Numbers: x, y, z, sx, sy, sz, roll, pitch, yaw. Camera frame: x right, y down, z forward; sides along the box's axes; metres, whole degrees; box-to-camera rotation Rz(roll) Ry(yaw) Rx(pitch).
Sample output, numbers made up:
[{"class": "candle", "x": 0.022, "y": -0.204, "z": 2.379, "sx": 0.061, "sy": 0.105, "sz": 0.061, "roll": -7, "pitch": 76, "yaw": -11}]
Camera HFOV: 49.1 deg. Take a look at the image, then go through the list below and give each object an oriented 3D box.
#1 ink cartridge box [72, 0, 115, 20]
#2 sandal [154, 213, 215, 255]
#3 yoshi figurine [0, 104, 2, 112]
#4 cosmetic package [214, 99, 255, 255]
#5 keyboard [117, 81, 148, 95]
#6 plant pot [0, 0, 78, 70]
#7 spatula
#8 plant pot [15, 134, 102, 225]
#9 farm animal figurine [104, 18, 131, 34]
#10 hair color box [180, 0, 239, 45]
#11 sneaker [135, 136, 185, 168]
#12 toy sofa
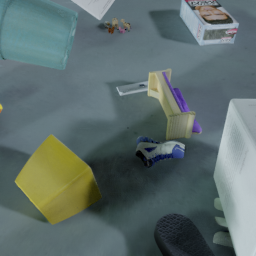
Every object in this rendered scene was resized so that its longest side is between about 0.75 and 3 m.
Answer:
[{"class": "ink cartridge box", "x": -1.637, "y": -4.105, "z": 6.812, "sx": 1.937, "sy": 1.128, "sz": 2.676, "roll": 49, "pitch": 18, "yaw": 23}, {"class": "sandal", "x": 1.219, "y": 2.613, "z": 4.443, "sx": 1.049, "sy": 0.591, "sz": 2.760, "roll": -3, "pitch": 34, "yaw": -13}, {"class": "yoshi figurine", "x": -1.706, "y": 0.076, "z": 2.243, "sx": 1.305, "sy": 0.731, "sz": 0.733, "roll": -44, "pitch": 74, "yaw": -4}, {"class": "cosmetic package", "x": 2.827, "y": 0.942, "z": 4.725, "sx": 2.050, "sy": 2.037, "sz": 2.450, "roll": 2, "pitch": 34, "yaw": 3}, {"class": "keyboard", "x": 0.452, "y": -1.287, "z": 8.702, "sx": 1.562, "sy": 0.083, "sz": 0.440, "roll": -12, "pitch": 41, "yaw": -12}, {"class": "plant pot", "x": -1.744, "y": -1.788, "z": 5.118, "sx": 1.444, "sy": 1.475, "sz": 1.475, "roll": 14, "pitch": 43, "yaw": -12}, {"class": "spatula", "x": 2.380, "y": 1.895, "z": 5.407, "sx": 1.420, "sy": 0.114, "sz": 0.988, "roll": 9, "pitch": 44, "yaw": 10}, {"class": "plant pot", "x": -1.410, "y": 1.105, "z": 5.496, "sx": 1.238, "sy": 1.238, "sz": 1.092, "roll": 34, "pitch": 62, "yaw": 30}, {"class": "farm animal figurine", "x": -0.430, "y": -4.232, "z": 11.402, "sx": 0.928, "sy": 0.484, "sz": 0.918, "roll": -17, "pitch": 47, "yaw": -16}, {"class": "hair color box", "x": 3.170, "y": -4.403, "z": 11.317, "sx": 1.377, "sy": 0.843, "sz": 2.781, "roll": -6, "pitch": 45, "yaw": -6}, {"class": "sneaker", "x": 0.681, "y": 0.637, "z": 6.486, "sx": 1.196, "sy": 0.483, "sz": 0.691, "roll": 9, "pitch": 48, "yaw": 19}, {"class": "toy sofa", "x": 1.253, "y": -0.702, "z": 7.535, "sx": 1.000, "sy": 0.848, "sz": 2.049, "roll": -8, "pitch": 45, "yaw": -7}]
